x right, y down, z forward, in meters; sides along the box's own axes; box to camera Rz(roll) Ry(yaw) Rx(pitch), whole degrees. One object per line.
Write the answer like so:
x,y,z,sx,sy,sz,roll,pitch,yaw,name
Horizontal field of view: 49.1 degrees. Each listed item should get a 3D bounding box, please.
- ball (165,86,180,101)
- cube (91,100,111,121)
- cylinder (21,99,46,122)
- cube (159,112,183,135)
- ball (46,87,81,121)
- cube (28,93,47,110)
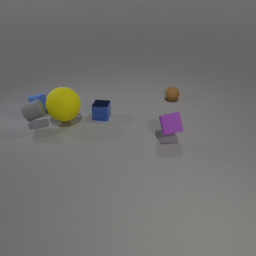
2.192,-1.700,13.834,0.700,0.700,0.700,0,30,0,ball
-1.162,-0.779,12.298,0.700,0.700,0.700,4,31,7,cube
-3.752,-0.691,11.160,0.700,0.700,0.700,-22,32,3,cylinder
1.573,-0.176,10.299,0.700,0.700,0.700,-12,3,2,cube
-2.663,-0.986,11.555,1.400,1.400,1.400,0,30,0,ball
-4.039,-1.137,12.587,0.700,0.700,0.700,-17,17,-21,cube
